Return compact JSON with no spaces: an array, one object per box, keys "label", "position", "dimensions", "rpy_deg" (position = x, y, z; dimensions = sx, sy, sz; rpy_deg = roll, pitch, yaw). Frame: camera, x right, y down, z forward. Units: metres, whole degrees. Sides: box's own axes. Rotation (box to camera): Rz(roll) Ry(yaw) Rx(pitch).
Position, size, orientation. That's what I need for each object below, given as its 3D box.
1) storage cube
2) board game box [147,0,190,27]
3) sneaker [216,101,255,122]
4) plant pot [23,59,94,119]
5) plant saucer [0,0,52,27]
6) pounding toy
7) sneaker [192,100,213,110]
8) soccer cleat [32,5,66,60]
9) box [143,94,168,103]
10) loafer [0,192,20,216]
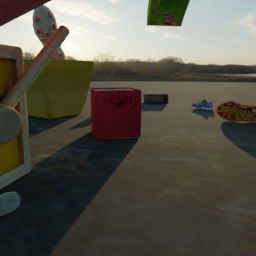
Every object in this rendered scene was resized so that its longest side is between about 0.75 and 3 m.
[{"label":"storage cube","position":[-0.375,-0.450,7.719],"dimensions":[1.216,1.278,1.422],"rpy_deg":[-3,13,-14]},{"label":"board game box","position":[1.291,-4.091,8.802],"dimensions":[1.228,0.576,2.418],"rpy_deg":[1,-10,-1]},{"label":"sneaker","position":[4.098,-0.468,9.778],"dimensions":[2.032,0.742,0.784],"rpy_deg":[12,-8,39]},{"label":"plant pot","position":[-2.980,-1.575,11.063],"dimensions":[2.431,2.144,2.431],"rpy_deg":[8,14,37]},{"label":"plant saucer","position":[-1.197,-2.232,4.363],"dimensions":[1.851,0.340,1.854],"rpy_deg":[-27,31,0]},{"label":"pounding toy","position":[-2.240,-0.324,4.010],"dimensions":[1.923,2.490,2.705],"rpy_deg":[3,12,14]},{"label":"sneaker","position":[3.464,-1.108,13.049],"dimensions":[0.984,0.438,0.386],"rpy_deg":[6,13,29]},{"label":"soccer cleat","position":[-2.817,-3.269,9.931],"dimensions":[0.818,2.361,0.916],"rpy_deg":[-21,51,-9]},{"label":"box","position":[1.535,-1.646,15.581],"dimensions":[1.344,0.504,0.673],"rpy_deg":[-1,11,1]},{"label":"loafer","position":[-1.737,0.976,3.299],"dimensions":[0.285,0.326,0.906],"rpy_deg":[-13,-4,35]}]
